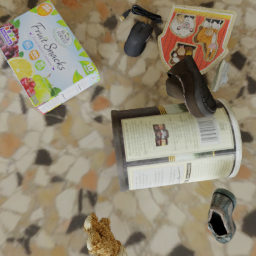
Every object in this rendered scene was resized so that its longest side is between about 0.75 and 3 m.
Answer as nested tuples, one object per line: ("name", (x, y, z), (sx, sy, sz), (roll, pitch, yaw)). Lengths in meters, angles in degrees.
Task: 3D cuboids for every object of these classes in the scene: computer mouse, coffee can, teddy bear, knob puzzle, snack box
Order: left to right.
("snack box", (-2.316, -2.035, 7.928), (1.953, 0.728, 2.746), (-33, 76, -8))
("teddy bear", (-0.450, 2.497, 5.993), (0.562, 1.221, 1.684), (-24, 112, -1))
("computer mouse", (0.202, -3.029, 8.424), (1.203, 0.395, 1.714), (30, 75, 8))
("coffee can", (0.993, 0.387, 6.588), (2.608, 1.909, 1.909), (-6, 73, -2))
("knob puzzle", (1.729, -2.345, 7.796), (2.318, 0.321, 2.318), (-2, 85, 27))

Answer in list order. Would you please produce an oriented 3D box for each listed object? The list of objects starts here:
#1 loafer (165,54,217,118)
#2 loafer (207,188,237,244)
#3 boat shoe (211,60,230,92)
("loafer", (1.277, -0.823, 6.072), (0.838, 2.350, 0.858), (-27, 113, 18))
("loafer", (1.898, 1.979, 5.886), (0.624, 1.738, 0.547), (17, 47, 34))
("boat shoe", (2.526, -1.374, 7.513), (0.341, 0.334, 0.959), (23, 76, -3))
